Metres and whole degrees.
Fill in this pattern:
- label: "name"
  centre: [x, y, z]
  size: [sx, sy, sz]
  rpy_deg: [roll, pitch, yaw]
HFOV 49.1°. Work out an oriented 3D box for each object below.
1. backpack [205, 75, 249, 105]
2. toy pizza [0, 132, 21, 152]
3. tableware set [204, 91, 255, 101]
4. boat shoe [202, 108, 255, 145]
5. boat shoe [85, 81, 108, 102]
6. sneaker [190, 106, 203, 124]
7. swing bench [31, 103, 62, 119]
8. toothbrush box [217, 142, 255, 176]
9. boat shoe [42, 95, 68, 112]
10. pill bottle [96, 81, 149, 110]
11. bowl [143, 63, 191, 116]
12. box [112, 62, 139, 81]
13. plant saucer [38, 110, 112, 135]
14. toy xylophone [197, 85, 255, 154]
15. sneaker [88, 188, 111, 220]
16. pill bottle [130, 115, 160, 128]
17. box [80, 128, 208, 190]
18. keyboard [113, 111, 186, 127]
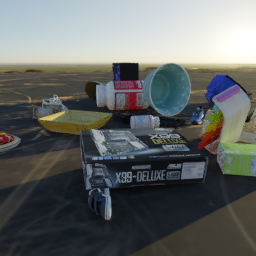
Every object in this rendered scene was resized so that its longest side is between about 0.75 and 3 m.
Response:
- label: "backpack"
  centre: [4.482, -1.494, 12.783]
  size: [1.650, 1.385, 1.341]
  rpy_deg: [33, 12, -8]
- label: "toy pizza"
  centre: [-3.811, 0.347, 7.485]
  size: [1.754, 0.278, 1.754]
  rpy_deg: [0, 14, 0]
- label: "tableware set"
  centre: [5.699, -1.654, 15.123]
  size: [2.725, 0.546, 1.801]
  rpy_deg: [-1, 1, -29]
- label: "boat shoe"
  centre: [3.480, -0.073, 7.754]
  size: [2.748, 0.950, 1.013]
  rpy_deg: [3, 15, 12]
- label: "boat shoe"
  centre: [-1.013, -1.817, 14.757]
  size: [2.941, 1.088, 0.976]
  rpy_deg: [23, 23, 33]
- label: "sneaker"
  centre: [2.533, -0.503, 10.288]
  size: [0.425, 0.483, 1.083]
  rpy_deg: [8, 31, 19]
- label: "swing bench"
  centre: [-3.181, -0.659, 11.045]
  size: [0.862, 0.562, 0.866]
  rpy_deg: [4, 9, 16]
- label: "toothbrush box"
  centre: [2.495, 0.650, 5.868]
  size: [1.085, 0.467, 0.790]
  rpy_deg: [2, 14, 7]
- label: "boat shoe"
  centre: [-3.256, -1.094, 12.384]
  size: [0.622, 0.718, 1.684]
  rpy_deg: [-13, 19, -42]
- label: "pill bottle"
  centre: [-0.252, -1.480, 12.736]
  size: [2.312, 1.298, 1.298]
  rpy_deg: [-2, 14, -9]
- label: "bowl"
  centre: [1.294, -1.431, 10.433]
  size: [1.903, 1.903, 0.995]
  rpy_deg: [-8, 12, -30]
- label: "box"
  centre: [-0.176, -2.794, 16.424]
  size: [1.159, 2.075, 2.940]
  rpy_deg: [-2, 14, -10]
- label: "plant saucer"
  centre: [-1.697, -0.188, 9.320]
  size: [1.839, 0.446, 1.839]
  rpy_deg: [6, 15, 21]
- label: "toy xylophone"
  centre: [2.381, -0.143, 6.475]
  size: [1.414, 1.931, 0.485]
  rpy_deg: [-23, 53, -20]
- label: "sneaker"
  centre: [-0.428, 1.139, 4.221]
  size: [0.336, 0.332, 0.846]
  rpy_deg: [2, 3, -8]
- label: "pill bottle"
  centre: [0.551, -0.167, 9.145]
  size: [0.890, 0.484, 0.484]
  rpy_deg: [-2, 14, -10]
- label: "box"
  centre: [0.186, 0.515, 5.602]
  size: [2.201, 0.548, 1.736]
  rpy_deg: [-1, 19, -12]
- label: "keyboard"
  centre: [0.711, -0.442, 10.255]
  size: [2.579, 0.511, 1.342]
  rpy_deg: [6, 15, 27]
